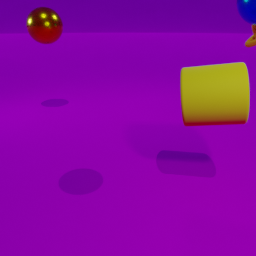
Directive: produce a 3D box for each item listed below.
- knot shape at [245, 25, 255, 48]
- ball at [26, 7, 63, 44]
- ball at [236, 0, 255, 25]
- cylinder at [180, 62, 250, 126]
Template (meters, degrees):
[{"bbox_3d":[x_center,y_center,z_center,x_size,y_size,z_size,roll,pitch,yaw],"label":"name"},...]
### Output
[{"bbox_3d":[4.064,-2.787,8.422,0.550,1.190,1.114,4,53,-12],"label":"knot shape"},{"bbox_3d":[-2.620,-3.222,8.837,1.119,1.119,1.119,0,21,0],"label":"ball"},{"bbox_3d":[3.649,-3.484,7.598,1.317,1.317,1.317,0,21,0],"label":"ball"},{"bbox_3d":[1.506,-0.574,4.958,1.060,1.060,1.060,-2,20,15],"label":"cylinder"}]
